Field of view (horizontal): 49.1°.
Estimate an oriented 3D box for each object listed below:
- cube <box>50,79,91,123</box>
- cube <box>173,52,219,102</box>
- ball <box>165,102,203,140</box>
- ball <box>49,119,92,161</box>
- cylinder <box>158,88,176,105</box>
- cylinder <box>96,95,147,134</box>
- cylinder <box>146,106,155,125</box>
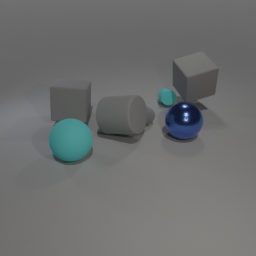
[{"bbox_3d":[-2.282,-1.127,11.357,1.400,1.400,1.400,3,22,-1],"label":"cube"},{"bbox_3d":[2.817,-2.158,11.911,1.400,1.400,1.400,-17,47,-7],"label":"cube"},{"bbox_3d":[2.072,-0.272,10.388,1.400,1.400,1.400,0,29,0],"label":"ball"},{"bbox_3d":[-1.879,0.392,9.210,1.400,1.400,1.400,0,29,0],"label":"ball"},{"bbox_3d":[1.821,-1.456,13.050,0.700,0.700,0.700,-3,16,-6],"label":"cylinder"},{"bbox_3d":[-0.216,-0.482,10.258,1.400,1.400,1.400,1,26,31],"label":"cylinder"},{"bbox_3d":[0.617,-0.557,11.232,0.700,0.700,0.700,30,5,41],"label":"cylinder"}]
